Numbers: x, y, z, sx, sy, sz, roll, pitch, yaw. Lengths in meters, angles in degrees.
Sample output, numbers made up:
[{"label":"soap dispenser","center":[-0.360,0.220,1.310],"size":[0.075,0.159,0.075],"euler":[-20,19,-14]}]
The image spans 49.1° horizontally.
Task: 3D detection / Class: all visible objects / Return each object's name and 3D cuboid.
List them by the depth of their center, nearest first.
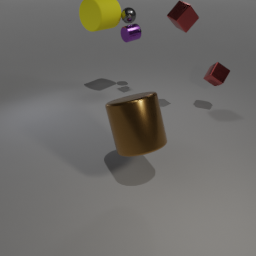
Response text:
[{"label":"cylinder","center":[0.227,-0.131,7.468],"size":[1.400,1.400,1.400],"euler":[-13,12,3]},{"label":"cube","center":[1.983,-4.025,10.121],"size":[0.700,0.700,0.700],"euler":[31,15,-42]},{"label":"cube","center":[3.872,-2.329,12.238],"size":[0.700,0.700,0.700],"euler":[33,-8,-6]},{"label":"cylinder","center":[0.133,-4.320,12.740],"size":[0.700,0.700,0.700],"euler":[-25,37,-27]},{"label":"cylinder","center":[-1.258,-5.213,12.777],"size":[1.400,1.400,1.400],"euler":[20,34,32]},{"label":"ball","center":[0.030,-5.216,12.988],"size":[0.700,0.700,0.700],"euler":[0,28,0]}]
